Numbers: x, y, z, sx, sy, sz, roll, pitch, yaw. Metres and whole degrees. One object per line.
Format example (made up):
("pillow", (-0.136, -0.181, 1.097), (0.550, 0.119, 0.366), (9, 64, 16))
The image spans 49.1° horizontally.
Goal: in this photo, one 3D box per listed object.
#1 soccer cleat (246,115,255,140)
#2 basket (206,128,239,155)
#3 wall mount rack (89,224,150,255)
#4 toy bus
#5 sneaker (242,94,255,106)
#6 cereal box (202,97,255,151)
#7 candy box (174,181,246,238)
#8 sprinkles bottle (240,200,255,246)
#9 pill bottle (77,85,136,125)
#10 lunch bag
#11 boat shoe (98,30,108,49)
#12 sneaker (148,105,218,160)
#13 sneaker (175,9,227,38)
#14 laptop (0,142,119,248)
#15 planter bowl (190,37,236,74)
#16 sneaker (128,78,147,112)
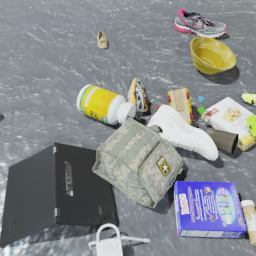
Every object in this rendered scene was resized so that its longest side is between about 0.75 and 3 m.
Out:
("soccer cleat", (4.653, 0.360, 8.867), (2.105, 0.711, 0.853), (44, 23, 16))
("basket", (2.980, 0.378, 8.998), (0.931, 0.839, 0.633), (21, 60, 30))
("wall mount rack", (-0.132, 3.156, 6.569), (1.523, 0.653, 1.753), (-8, 48, -3))
("toy bus", (1.881, -0.642, 9.789), (1.425, 0.780, 1.510), (38, 101, 15))
("sneaker", (4.942, -1.069, 10.433), (1.328, 0.507, 0.501), (20, 53, 18))
("cereal box", (3.732, -0.202, 9.724), (1.379, 0.379, 1.917), (-29, 54, -23))
("candy box", (2.090, 2.142, 7.444), (1.627, 0.627, 1.376), (2, 50, 1))
("sprinkles bottle", (3.247, 2.462, 7.321), (0.377, 0.377, 1.105), (-1, 48, -1))
("pill bottle", (-0.729, -0.747, 9.764), (1.894, 1.068, 1.068), (22, 51, 18))
("lunch bag", (0.383, 0.987, 8.037), (2.187, 1.286, 1.794), (32, 46, 14))
("boat shoe", (-1.259, -4.215, 13.359), (0.445, 0.381, 1.215), (-12, 49, -11))
("sneaker", (1.660, 0.348, 8.739), (2.374, 0.889, 1.182), (39, 70, 19))
("sneaker", (3.570, -5.120, 13.795), (2.559, 0.955, 1.032), (15, 50, 13))
("laptop", (-1.963, 1.881, 8.024), (2.686, 1.557, 2.515), (13, 42, -28))
("planter bowl", (3.374, -2.847, 11.695), (2.008, 0.836, 2.008), (9, 51, -11))
("sneaker", (0.372, -1.196, 10.529), (0.667, 0.676, 1.728), (11, 50, -10))
